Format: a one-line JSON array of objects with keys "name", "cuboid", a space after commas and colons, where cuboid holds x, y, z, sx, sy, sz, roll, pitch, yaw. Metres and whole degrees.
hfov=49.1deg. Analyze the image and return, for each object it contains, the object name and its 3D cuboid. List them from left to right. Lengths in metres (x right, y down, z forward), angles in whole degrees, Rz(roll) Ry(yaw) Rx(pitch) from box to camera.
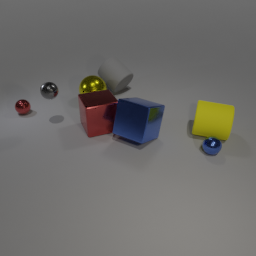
[{"name": "ball", "cuboid": [-4.902, -0.990, 13.055, 0.700, 0.700, 0.700, 0, 31, 0]}, {"name": "ball", "cuboid": [-3.101, -1.469, 11.058, 0.700, 0.700, 0.700, 0, 31, 0]}, {"name": "ball", "cuboid": [-1.746, -1.926, 13.973, 1.400, 1.400, 1.400, 0, 31, 0]}, {"name": "cube", "cuboid": [-1.225, -0.646, 11.836, 1.400, 1.400, 1.400, -12, 33, -18]}, {"name": "cylinder", "cuboid": [-0.664, -2.869, 15.031, 1.400, 1.400, 1.400, 47, 47, 10]}, {"name": "cube", "cuboid": [0.428, -0.350, 11.014, 1.400, 1.400, 1.400, 19, 17, 28]}, {"name": "ball", "cuboid": [3.118, 0.643, 10.388, 0.700, 0.700, 0.700, 0, 31, 0]}, {"name": "cylinder", "cuboid": [3.386, -0.315, 11.226, 1.400, 1.400, 1.400, 11, 33, 13]}]
